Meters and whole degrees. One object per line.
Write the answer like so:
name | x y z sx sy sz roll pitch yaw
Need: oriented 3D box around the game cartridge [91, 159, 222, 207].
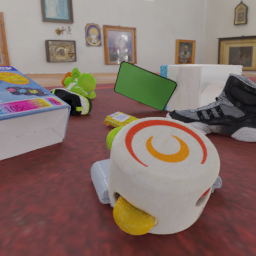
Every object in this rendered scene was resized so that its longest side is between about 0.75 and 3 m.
game cartridge | 0.341 0.694 4.167 1.698 0.344 1.132 -4 10 -16

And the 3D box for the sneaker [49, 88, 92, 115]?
sneaker | -2.294 -0.920 9.754 2.317 0.831 0.960 10 17 36

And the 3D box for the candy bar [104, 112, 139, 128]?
candy bar | 0.107 -0.043 7.042 0.619 0.275 2.484 -29 25 -20

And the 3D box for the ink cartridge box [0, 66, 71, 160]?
ink cartridge box | -2.826 -0.548 6.020 2.643 1.009 1.804 31 27 26

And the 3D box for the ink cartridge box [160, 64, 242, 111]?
ink cartridge box | 2.476 -1.314 9.564 1.706 1.662 2.654 -6 15 -23

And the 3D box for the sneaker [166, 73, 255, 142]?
sneaker | 2.212 -0.579 6.859 2.640 1.503 0.996 8 16 31

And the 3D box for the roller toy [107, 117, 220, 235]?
roller toy | 0.367 0.537 3.169 1.164 0.891 1.276 -1 37 -11

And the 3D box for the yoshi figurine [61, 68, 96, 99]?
yoshi figurine | -2.172 -1.977 12.917 1.557 1.551 2.771 2 15 -22

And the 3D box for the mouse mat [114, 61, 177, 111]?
mouse mat | 0.543 -1.406 9.700 2.006 1.614 0.076 23 55 0
